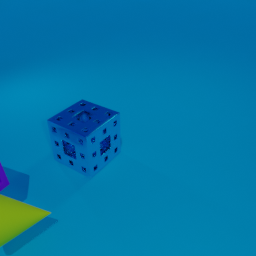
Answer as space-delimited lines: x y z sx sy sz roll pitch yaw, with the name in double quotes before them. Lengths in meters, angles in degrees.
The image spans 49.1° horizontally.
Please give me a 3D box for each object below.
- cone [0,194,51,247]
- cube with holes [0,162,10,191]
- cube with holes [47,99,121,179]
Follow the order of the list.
"cone" -1.846 1.558 4.912 0.973 0.969 0.969 -1 32 -25
"cube with holes" -3.120 0.771 4.960 1.159 1.159 1.159 8 32 30
"cube with holes" -1.050 0.227 7.053 1.243 1.243 1.243 21 39 28
